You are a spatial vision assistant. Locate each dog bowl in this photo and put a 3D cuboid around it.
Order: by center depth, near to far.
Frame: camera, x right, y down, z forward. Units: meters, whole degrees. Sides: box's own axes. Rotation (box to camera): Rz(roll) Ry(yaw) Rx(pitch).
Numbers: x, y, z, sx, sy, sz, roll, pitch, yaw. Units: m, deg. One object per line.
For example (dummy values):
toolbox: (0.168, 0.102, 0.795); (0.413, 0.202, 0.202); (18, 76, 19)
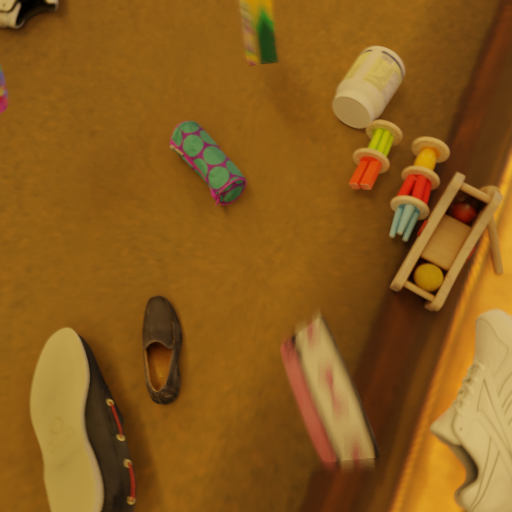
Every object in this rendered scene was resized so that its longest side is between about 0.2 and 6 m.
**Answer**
dog bowl: (0.655, 1.286, 5.247); (0.501, 1.360, 1.360); (-22, 69, 1)

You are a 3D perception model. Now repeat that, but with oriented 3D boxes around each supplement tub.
supplement tub: (2.128, -3.207, 10.700); (0.969, 0.969, 1.336); (30, 72, 12)

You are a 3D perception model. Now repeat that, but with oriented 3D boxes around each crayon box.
crayon box: (0.029, -3.827, 9.476); (0.379, 1.300, 1.121); (-9, 109, -6)

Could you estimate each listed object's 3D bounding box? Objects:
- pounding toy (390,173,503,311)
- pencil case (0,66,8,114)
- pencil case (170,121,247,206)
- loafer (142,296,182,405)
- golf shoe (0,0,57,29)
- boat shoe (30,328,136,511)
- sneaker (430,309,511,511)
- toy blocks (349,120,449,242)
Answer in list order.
pounding toy: (3.507, -0.227, 9.149); (1.607, 1.601, 2.801); (30, 71, 12)
pencil case: (-3.826, -2.694, 7.472); (0.752, 1.701, 0.752); (4, 44, -4)
pencil case: (-0.903, -1.691, 10.237); (0.753, 0.694, 1.630); (-32, 70, -27)
loafer: (-1.524, 1.433, 8.984); (0.651, 0.647, 1.788); (-10, 67, -3)
golf shoe: (-5.473, -5.228, 11.528); (2.780, 1.088, 1.352); (-25, 76, -9)
boat shoe: (-2.607, 2.533, 8.418); (1.137, 0.974, 3.109); (-35, 55, 15)
sneaker: (3.406, 2.300, 8.367); (1.560, 1.223, 3.140); (1, 67, 4)
toy blocks: (2.424, -1.328, 10.081); (1.622, 0.707, 1.947); (22, 70, 8)
